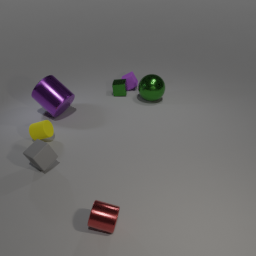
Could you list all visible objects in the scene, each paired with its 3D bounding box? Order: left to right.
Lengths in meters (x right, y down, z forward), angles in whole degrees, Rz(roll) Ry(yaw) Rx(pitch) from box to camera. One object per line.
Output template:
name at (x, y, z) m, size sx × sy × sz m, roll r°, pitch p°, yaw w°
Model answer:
cube at (-2.969, 0.915, 9.532) m, size 0.700 × 0.700 × 0.700 m, roll 16°, pitch 54°, yaw 40°
cylinder at (-3.444, 0.093, 11.151) m, size 0.700 × 0.700 × 0.700 m, roll -14°, pitch 27°, yaw 17°
cylinder at (-3.408, -1.455, 12.818) m, size 1.400 × 1.400 × 1.400 m, roll 42°, pitch 39°, yaw 2°
cylinder at (-0.635, 2.335, 7.408) m, size 0.700 × 0.700 × 0.700 m, roll 15°, pitch 31°, yaw 2°
cube at (-0.434, -2.200, 15.217) m, size 0.700 × 0.700 × 0.700 m, roll -3°, pitch 33°, yaw 8°
cube at (0.090, -2.651, 15.825) m, size 0.700 × 0.700 × 0.700 m, roll -23°, pitch 27°, yaw 18°
ball at (1.222, -2.070, 14.426) m, size 1.400 × 1.400 × 1.400 m, roll 0°, pitch 30°, yaw 0°
